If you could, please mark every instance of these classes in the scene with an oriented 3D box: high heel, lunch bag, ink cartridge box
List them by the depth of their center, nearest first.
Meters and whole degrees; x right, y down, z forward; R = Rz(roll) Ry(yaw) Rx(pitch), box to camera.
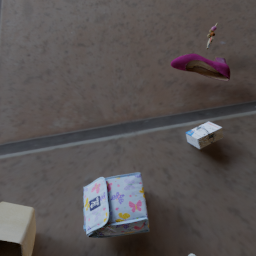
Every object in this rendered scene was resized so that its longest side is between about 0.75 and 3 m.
[{"bbox_3d":[-0.288,1.676,6.032,1.360,0.865,1.153,-9,49,2],"label":"lunch bag"},{"bbox_3d":[1.970,0.180,7.219,0.760,0.326,0.556,-25,25,-14],"label":"ink cartridge box"},{"bbox_3d":[2.080,-1.694,8.030,1.662,0.560,0.799,-2,55,4],"label":"high heel"}]

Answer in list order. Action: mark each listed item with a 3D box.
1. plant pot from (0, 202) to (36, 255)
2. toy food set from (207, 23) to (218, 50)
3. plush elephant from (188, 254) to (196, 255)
[{"bbox_3d":[-2.381,2.122,5.593,1.079,1.077,0.955,11,33,3],"label":"plant pot"},{"bbox_3d":[2.595,-2.900,8.724,0.126,0.509,0.800,20,64,-3],"label":"toy food set"},{"bbox_3d":[1.068,2.910,4.762,1.872,1.542,1.449,-46,63,18],"label":"plush elephant"}]
